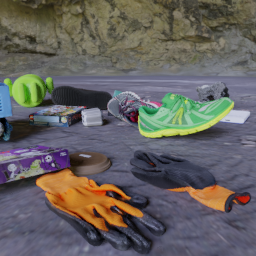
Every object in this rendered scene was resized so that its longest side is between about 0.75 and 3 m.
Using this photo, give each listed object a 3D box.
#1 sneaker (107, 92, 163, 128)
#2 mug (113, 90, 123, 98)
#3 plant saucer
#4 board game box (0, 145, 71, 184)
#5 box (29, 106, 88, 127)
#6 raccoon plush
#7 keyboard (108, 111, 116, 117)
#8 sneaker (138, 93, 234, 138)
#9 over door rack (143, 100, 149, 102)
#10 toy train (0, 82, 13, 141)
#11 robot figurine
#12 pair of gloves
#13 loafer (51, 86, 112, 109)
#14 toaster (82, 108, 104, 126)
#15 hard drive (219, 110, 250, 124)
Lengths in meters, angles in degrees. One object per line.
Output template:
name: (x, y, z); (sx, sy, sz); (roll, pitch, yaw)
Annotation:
sneaker: (0.099, -0.639, 9.723); (1.014, 1.095, 2.716); (-13, 18, -36)
mug: (-0.429, -1.374, 13.475); (0.592, 0.787, 0.958); (16, 13, -1)
plant saucer: (-0.926, 0.720, 5.916); (1.137, 0.168, 1.137); (-1, 13, 0)
board game box: (-2.590, 0.732, 4.822); (2.732, 0.441, 1.639); (-11, 2, -38)
box: (-2.509, -0.482, 10.534); (1.443, 0.398, 2.113); (3, 13, 11)
raccoon plush: (3.501, -1.500, 13.373); (2.656, 1.285, 1.779); (-9, 8, -34)
keyboard: (0.391, -0.680, 11.272); (2.422, 0.480, 1.261); (4, 13, 20)
sneaker: (1.442, -0.437, 7.649); (2.731, 1.141, 1.012); (-12, 12, 27)
over door rack: (0.448, -1.161, 13.428); (0.998, 0.450, 1.352); (5, 8, 13)
toy train: (-4.198, -0.543, 7.964); (1.270, 1.674, 2.930); (-10, 17, -38)
robot figurine: (-4.928, -1.908, 14.136); (2.333, 1.538, 2.659); (-7, 15, -11)
pair of gloves: (0.167, 0.926, 4.617); (2.915, 0.360, 2.597); (-8, 15, -35)
loafer: (-2.133, -1.322, 13.147); (2.912, 1.063, 1.039); (9, 5, 4)
toaster: (-1.234, -0.359, 9.694); (0.643, 0.566, 0.995); (-8, 17, -15)
hard drive: (4.022, -0.457, 10.836); (1.093, 0.210, 1.657); (7, 15, 29)
